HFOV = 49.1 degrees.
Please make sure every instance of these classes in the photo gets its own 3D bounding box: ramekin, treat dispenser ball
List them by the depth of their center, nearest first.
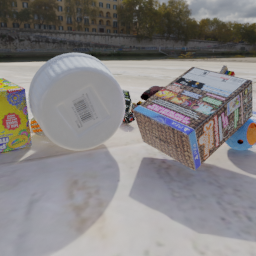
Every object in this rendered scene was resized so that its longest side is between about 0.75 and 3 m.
[{"bbox_3d":[-1.349,-0.659,7.832,2.643,2.643,1.289,-7,26,-21],"label":"ramekin"},{"bbox_3d":[3.153,0.141,7.867,0.965,0.965,0.965,0,17,0],"label":"treat dispenser ball"}]

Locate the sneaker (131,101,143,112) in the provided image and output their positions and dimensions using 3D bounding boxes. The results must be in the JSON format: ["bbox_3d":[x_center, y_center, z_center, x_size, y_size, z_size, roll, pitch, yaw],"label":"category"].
[{"bbox_3d":[0.667,-0.966,12.369,1.141,0.469,0.444,-9,19,-30],"label":"sneaker"}]

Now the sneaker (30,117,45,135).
[{"bbox_3d":[-1.969,-0.360,9.286,2.321,0.900,1.300,-3,14,21],"label":"sneaker"}]

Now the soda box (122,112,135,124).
[{"bbox_3d":[-0.110,-0.413,10.517,0.329,0.295,0.930,-31,23,-19],"label":"soda box"}]

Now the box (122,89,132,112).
[{"bbox_3d":[-1.271,-1.561,13.008,2.797,0.665,2.702,13,18,-7],"label":"box"}]

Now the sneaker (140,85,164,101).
[{"bbox_3d":[1.819,-1.516,13.587,2.769,1.048,1.599,0,19,38],"label":"sneaker"}]

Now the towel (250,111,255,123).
[{"bbox_3d":[4.682,-0.417,10.977,1.937,0.231,1.423,-9,20,-28],"label":"towel"}]

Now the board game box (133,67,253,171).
[{"bbox_3d":[1.696,-0.381,7.236,2.366,1.146,1.887,-37,39,-21],"label":"board game box"}]

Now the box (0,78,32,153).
[{"bbox_3d":[-4.686,-0.336,8.089,2.873,1.753,2.767,-12,22,-34],"label":"box"}]

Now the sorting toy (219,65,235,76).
[{"bbox_3d":[3.822,-1.550,10.985,0.444,1.268,1.275,22,-14,39],"label":"sorting toy"}]
